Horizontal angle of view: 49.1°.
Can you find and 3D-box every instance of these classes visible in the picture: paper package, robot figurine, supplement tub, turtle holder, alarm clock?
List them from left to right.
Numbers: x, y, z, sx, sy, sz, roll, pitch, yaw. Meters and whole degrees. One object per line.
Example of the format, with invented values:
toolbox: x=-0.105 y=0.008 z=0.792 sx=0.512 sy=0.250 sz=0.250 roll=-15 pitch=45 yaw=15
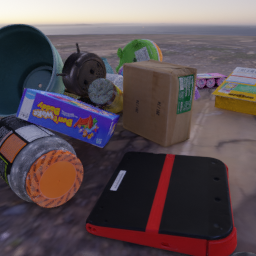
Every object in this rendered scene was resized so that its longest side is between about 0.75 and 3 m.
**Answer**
supplement tub: x=-1.786 y=0.572 z=5.245 sx=1.234 sy=1.234 sz=2.014 roll=-18 pitch=30 yaw=-37
alarm clock: x=-1.146 y=-1.497 z=8.464 sx=0.655 sy=1.327 sz=1.968 roll=24 pitch=-9 yaw=37
robot figurine: x=-0.770 y=-1.607 z=10.838 sx=1.730 sy=0.977 sz=1.467 roll=12 pitch=0 yaw=28
turtle holder: x=0.589 y=-3.181 z=13.900 sx=1.951 sy=2.568 sz=1.824 roll=48 pitch=37 yaw=17
paper package: x=0.770 y=-0.713 z=7.440 sx=1.004 sy=1.941 sz=1.850 roll=-19 pitch=30 yaw=-37

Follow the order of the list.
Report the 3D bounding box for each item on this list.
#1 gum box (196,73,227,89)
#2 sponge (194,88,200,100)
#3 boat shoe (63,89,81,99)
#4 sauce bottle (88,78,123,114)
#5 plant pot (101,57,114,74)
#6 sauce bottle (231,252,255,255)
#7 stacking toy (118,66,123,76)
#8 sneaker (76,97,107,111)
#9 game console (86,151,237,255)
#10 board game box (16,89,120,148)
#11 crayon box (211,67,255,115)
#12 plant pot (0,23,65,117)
gum box: x=3.643 y=-2.167 z=12.832 sx=1.496 sy=0.495 sz=0.849 roll=-6 pitch=23 yaw=-14
sponge: x=1.813 y=-1.336 z=10.296 sx=1.382 sy=0.370 sz=2.478 roll=-22 pitch=18 yaw=15
boat shoe: x=-1.848 y=-1.214 z=10.330 sx=1.929 sy=0.640 sz=0.714 roll=-1 pitch=22 yaw=-2
sauce bottle: x=-0.431 y=-0.825 z=8.257 sx=0.760 sy=0.760 sz=2.348 roll=6 pitch=-4 yaw=13
plant pot: x=-1.491 y=-2.420 z=12.399 sx=1.952 sy=1.308 sz=1.952 roll=0 pitch=23 yaw=0
sauce bottle: x=0.846 y=2.085 z=2.033 sx=0.880 sy=0.880 sz=2.719 roll=8 pitch=25 yaw=20
stacking toy: x=0.124 y=-2.100 z=12.084 sx=0.904 sy=0.904 sz=2.118 roll=-3 pitch=25 yaw=-8
sneaker: x=-1.418 y=-0.728 z=9.314 sx=1.119 sy=0.734 sz=1.945 roll=7 pitch=14 yaw=39
game console: x=0.705 y=1.162 z=5.040 sx=2.228 sy=0.391 sz=2.520 roll=2 pitch=22 yaw=15
board game box: x=-1.151 y=-0.277 z=6.452 sx=1.739 sy=0.579 sz=2.587 roll=20 pitch=5 yaw=0
crayon box: x=4.303 y=-1.273 z=9.919 sx=1.835 sy=0.753 sz=2.919 roll=16 pitch=36 yaw=32
plant pot: x=-3.148 y=-1.542 z=8.890 sx=2.811 sy=2.811 sz=1.883 roll=6 pitch=-8 yaw=15
